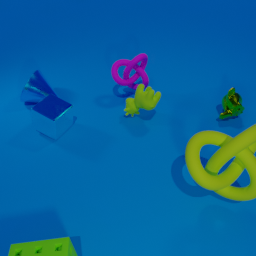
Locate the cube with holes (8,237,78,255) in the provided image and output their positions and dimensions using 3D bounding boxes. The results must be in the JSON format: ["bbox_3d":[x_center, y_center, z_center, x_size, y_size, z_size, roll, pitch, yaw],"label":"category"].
[{"bbox_3d":[-1.414,2.621,4.720,1.009,1.009,1.009,-7,40,0],"label":"cube with holes"}]

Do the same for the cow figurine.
[{"bbox_3d":[0.400,-0.743,8.494,0.626,1.123,1.141,11,19,-38],"label":"cow figurine"}]

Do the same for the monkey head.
[{"bbox_3d":[3.150,-0.700,8.767,0.884,1.229,0.740,-22,65,-1],"label":"monkey head"}]

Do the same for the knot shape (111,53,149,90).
[{"bbox_3d":[0.064,-1.811,9.153,1.243,1.328,0.614,-3,33,-16],"label":"knot shape"}]

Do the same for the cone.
[{"bbox_3d":[-2.747,-1.125,9.481,1.235,1.231,1.231,29,44,-8],"label":"cone"}]

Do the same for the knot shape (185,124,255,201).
[{"bbox_3d":[2.265,0.611,5.933,1.793,1.916,0.885,-49,22,9],"label":"knot shape"}]

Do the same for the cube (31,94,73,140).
[{"bbox_3d":[-2.215,-0.330,8.298,0.850,0.850,0.850,27,47,13],"label":"cube"}]
